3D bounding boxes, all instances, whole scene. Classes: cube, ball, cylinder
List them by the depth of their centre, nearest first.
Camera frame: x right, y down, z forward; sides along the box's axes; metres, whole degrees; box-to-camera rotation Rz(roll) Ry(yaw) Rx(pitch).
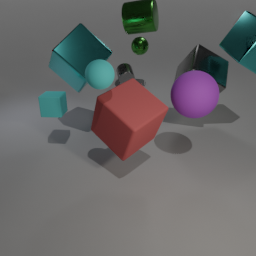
[{"bbox_3d":[-0.670,-1.267,6.643,0.700,0.700,0.700,0,29,0],"label":"ball"},{"bbox_3d":[0.001,-0.248,7.795,1.400,1.400,1.400,43,53,19],"label":"cube"},{"bbox_3d":[1.964,-0.987,8.279,1.400,1.400,1.400,0,29,0],"label":"ball"},{"bbox_3d":[-2.460,-0.788,9.251,0.700,0.700,0.700,1,23,6],"label":"cube"},{"bbox_3d":[-1.634,-2.311,9.456,1.400,1.400,1.400,-53,11,-21],"label":"cube"},{"bbox_3d":[4.299,-2.825,9.505,1.400,1.400,1.400,19,32,-30],"label":"cube"},{"bbox_3d":[2.665,-1.903,10.348,1.400,1.400,1.400,26,57,-11],"label":"cube"},{"bbox_3d":[0.472,-3.253,11.113,0.700,0.700,0.700,0,29,0],"label":"ball"},{"bbox_3d":[-0.111,-2.308,12.050,0.700,0.700,0.700,-5,47,-9],"label":"cylinder"},{"bbox_3d":[0.576,-5.029,12.687,1.400,1.400,1.400,-1,28,17],"label":"cylinder"}]
